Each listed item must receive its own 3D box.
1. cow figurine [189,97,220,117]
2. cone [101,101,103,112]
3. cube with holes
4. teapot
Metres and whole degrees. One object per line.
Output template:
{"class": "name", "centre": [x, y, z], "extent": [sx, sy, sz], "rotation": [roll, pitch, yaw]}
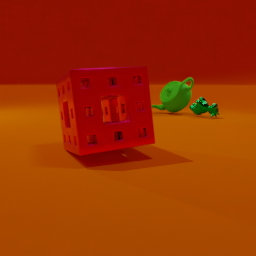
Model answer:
{"class": "cow figurine", "centre": [2.755, -0.658, 10.012], "extent": [0.505, 0.906, 0.920], "rotation": [-35, -6, -38]}
{"class": "cone", "centre": [-0.699, -0.894, 10.662], "extent": [1.682, 1.676, 1.676], "rotation": [30, 18, 13]}
{"class": "cube with holes", "centre": [-0.447, -0.301, 4.940], "extent": [1.280, 1.280, 1.280], "rotation": [-8, 3, -23]}
{"class": "teapot", "centre": [1.738, -1.241, 10.941], "extent": [0.994, 2.029, 1.262], "rotation": [33, 30, -35]}
